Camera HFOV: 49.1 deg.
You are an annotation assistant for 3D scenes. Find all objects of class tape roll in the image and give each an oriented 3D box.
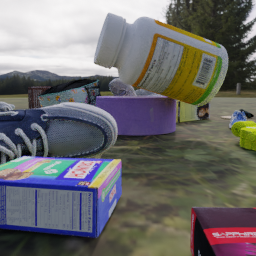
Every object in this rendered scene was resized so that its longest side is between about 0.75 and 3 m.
[{"bbox_3d":[0.223,-0.416,7.855,2.238,0.951,2.238,0,7,0],"label":"tape roll"}]

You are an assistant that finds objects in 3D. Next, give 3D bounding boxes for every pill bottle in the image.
[{"bbox_3d":[0.702,-1.618,6.539,2.817,1.565,1.565,15,4,-15],"label":"pill bottle"}]

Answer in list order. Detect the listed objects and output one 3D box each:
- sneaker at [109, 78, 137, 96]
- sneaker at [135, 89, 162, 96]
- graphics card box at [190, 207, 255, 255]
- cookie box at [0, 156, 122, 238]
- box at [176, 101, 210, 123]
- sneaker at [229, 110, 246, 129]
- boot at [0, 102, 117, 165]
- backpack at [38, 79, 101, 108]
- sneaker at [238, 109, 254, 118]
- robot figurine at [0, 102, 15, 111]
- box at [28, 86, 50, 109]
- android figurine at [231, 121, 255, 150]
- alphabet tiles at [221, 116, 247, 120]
[{"bbox_3d":[0.074,-0.915,9.396,0.672,1.797,0.737,-39,24,11],"label":"sneaker"},{"bbox_3d":[0.590,-1.119,11.188,2.650,0.990,1.086,-1,43,31],"label":"sneaker"},{"bbox_3d":[0.831,0.769,1.183,0.897,0.363,1.429,1,9,2],"label":"graphics card box"},{"bbox_3d":[-0.675,0.552,2.564,1.101,0.414,0.942,2,6,9],"label":"cookie box"},{"bbox_3d":[2.281,-0.656,10.340,2.080,0.783,0.521,-8,11,-42],"label":"box"},{"bbox_3d":[3.205,-0.233,8.199,0.484,0.492,1.278,3,9,12],"label":"sneaker"},{"bbox_3d":[-1.449,0.262,3.713,2.619,0.953,1.183,-3,21,-1],"label":"boot"},{"bbox_3d":[-1.809,-0.787,8.728,1.553,1.354,1.767,-2,10,30],"label":"backpack"},{"bbox_3d":[4.748,-0.577,11.303,0.788,0.297,0.312,7,14,-28],"label":"sneaker"},{"bbox_3d":[-4.030,-0.426,8.578,1.358,0.767,1.151,6,30,42],"label":"robot figurine"},{"bbox_3d":[-3.238,-1.011,11.099,1.249,1.262,1.521,-3,8,-23],"label":"box"},{"bbox_3d":[3.121,0.150,5.526,2.268,0.466,2.064,-5,9,-44],"label":"android figurine"},{"bbox_3d":[4.170,-0.406,11.093,0.919,0.067,0.899,-4,8,-29],"label":"alphabet tiles"}]
